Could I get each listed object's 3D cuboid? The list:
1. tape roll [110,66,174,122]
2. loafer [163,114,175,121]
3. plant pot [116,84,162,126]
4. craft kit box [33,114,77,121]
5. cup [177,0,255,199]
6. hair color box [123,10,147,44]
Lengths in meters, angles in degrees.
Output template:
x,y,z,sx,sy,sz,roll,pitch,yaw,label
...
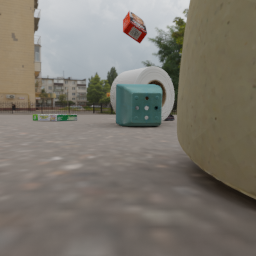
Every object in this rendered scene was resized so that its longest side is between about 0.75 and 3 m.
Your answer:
x,y,z,sx,sy,sz,roll,pitch,yaw,label
0.540,-1.176,10.272,2.013,2.013,1.382,-2,4,-38,tape roll
1.713,-0.601,13.303,0.596,0.523,1.659,3,4,41,loafer
0.371,-0.654,8.141,1.279,1.279,1.810,0,7,-8,plant pot
-3.463,-0.497,13.372,1.476,0.363,1.495,-1,2,26,craft kit box
1.594,-1.049,1.433,2.892,2.068,2.892,-9,15,2,cup
0.129,-2.021,5.574,0.417,0.252,0.822,28,31,-21,hair color box
